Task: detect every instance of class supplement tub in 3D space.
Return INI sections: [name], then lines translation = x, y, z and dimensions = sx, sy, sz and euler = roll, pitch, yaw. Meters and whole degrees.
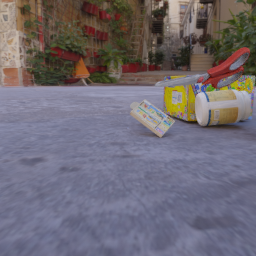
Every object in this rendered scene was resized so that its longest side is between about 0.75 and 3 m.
[supplement tub]
translation = 2.892, -0.634, 8.650
dimensions = 1.444, 1.045, 1.045
euler = -5, 10, 1

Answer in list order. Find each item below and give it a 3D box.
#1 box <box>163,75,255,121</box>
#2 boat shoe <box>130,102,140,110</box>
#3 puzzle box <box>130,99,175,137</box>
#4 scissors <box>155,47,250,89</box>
[box]
translation = 2.888, -1.179, 10.550
dimensions = 2.442, 1.547, 2.535
euler = -1, 9, -12
[boat shoe]
translation = 0.496, -0.457, 8.853
dimensions = 0.395, 0.341, 1.088
euler = -42, 49, -9
[puzzle box]
translation = 0.657, -0.276, 7.498
dimensions = 1.056, 0.134, 0.703
euler = 37, 51, 12
[scissors]
translation = 1.722, -1.060, 6.392
dimensions = 2.996, 1.096, 0.209
euler = -25, 60, -25
